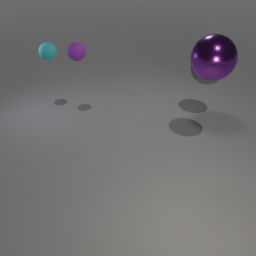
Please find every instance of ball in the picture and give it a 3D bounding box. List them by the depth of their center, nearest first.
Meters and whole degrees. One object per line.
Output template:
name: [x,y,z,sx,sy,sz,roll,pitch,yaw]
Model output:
ball: [2.621,-2.145,8.577,1.400,1.400,1.400,0,30,0]
ball: [-1.930,-2.877,10.536,0.700,0.700,0.700,0,30,0]
ball: [-3.212,-3.066,11.221,0.700,0.700,0.700,0,30,0]
ball: [3.277,-2.487,11.462,1.400,1.400,1.400,0,30,0]
